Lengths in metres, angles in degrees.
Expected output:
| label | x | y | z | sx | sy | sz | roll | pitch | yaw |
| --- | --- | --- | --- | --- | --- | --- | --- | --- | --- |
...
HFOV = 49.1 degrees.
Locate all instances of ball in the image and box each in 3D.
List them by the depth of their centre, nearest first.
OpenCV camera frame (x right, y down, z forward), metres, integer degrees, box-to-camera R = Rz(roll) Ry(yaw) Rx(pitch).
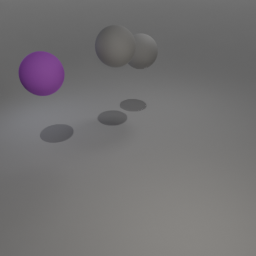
| label | x | y | z | sx | sy | sz | roll | pitch | yaw |
| --- | --- | --- | --- | --- | --- | --- | --- | --- | --- |
| ball | -2.736 | -1.722 | 8.914 | 1.400 | 1.400 | 1.400 | 0 | 29 | 0 |
| ball | -0.430 | -2.792 | 9.600 | 1.400 | 1.400 | 1.400 | 0 | 29 | 0 |
| ball | 0.510 | -3.107 | 11.397 | 1.400 | 1.400 | 1.400 | 0 | 29 | 0 |
